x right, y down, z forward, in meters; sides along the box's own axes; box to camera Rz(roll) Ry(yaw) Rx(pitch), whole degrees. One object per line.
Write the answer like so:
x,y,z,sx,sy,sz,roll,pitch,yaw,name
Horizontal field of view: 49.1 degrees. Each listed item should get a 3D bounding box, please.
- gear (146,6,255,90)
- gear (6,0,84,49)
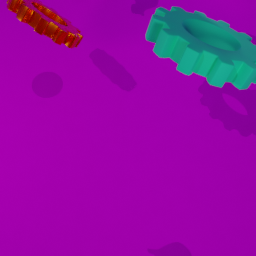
1.360,-1.454,4.850,2.074,0.384,2.074,13,40,-11,gear
-1.738,-2.309,6.000,1.617,1.617,0.299,40,110,8,gear
